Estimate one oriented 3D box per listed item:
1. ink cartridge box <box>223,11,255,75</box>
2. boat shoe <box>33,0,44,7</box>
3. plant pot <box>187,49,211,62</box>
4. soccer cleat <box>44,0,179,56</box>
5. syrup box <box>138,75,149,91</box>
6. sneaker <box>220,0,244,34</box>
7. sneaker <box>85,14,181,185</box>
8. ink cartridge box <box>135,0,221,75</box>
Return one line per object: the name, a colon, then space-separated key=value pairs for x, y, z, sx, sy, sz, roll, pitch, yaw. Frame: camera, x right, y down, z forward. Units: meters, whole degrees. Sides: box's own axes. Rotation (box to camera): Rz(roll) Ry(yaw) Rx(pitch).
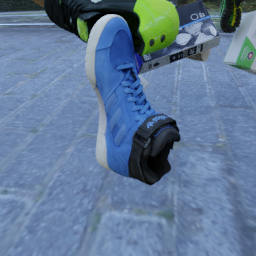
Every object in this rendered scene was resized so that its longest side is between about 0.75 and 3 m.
ink cartridge box: x=4.254 y=-2.323 z=8.425 sx=2.156 sy=1.574 sz=0.906 roll=17 pitch=11 yaw=-11
boat shoe: x=-2.263 y=-3.593 z=7.100 sx=1.751 sy=0.624 sz=0.565 roll=47 pitch=18 yaw=14
plant pot: x=1.352 y=-1.930 z=6.338 sx=0.878 sy=0.822 sz=0.822 roll=10 pitch=29 yaw=30
soccer cleat: x=-0.546 y=-1.757 z=4.370 sx=2.768 sy=0.934 sz=1.122 roll=23 pitch=45 yaw=31
syrup box: x=-0.106 y=-1.399 z=7.415 sx=0.512 sy=1.258 sz=0.495 roll=-51 pitch=15 yaw=-4
sneaker: x=2.907 y=-3.697 z=7.887 sx=0.719 sy=1.842 sz=0.784 roll=3 pitch=42 yaw=1
sneaker: x=0.145 y=-0.283 z=3.630 sx=1.224 sy=2.201 sz=0.845 roll=18 pitch=27 yaw=38
ink cartridge box: x=0.664 y=-1.645 z=5.220 sx=1.834 sy=0.360 sz=0.912 roll=-21 pitch=70 yaw=5
